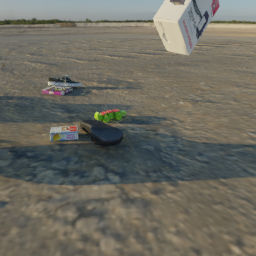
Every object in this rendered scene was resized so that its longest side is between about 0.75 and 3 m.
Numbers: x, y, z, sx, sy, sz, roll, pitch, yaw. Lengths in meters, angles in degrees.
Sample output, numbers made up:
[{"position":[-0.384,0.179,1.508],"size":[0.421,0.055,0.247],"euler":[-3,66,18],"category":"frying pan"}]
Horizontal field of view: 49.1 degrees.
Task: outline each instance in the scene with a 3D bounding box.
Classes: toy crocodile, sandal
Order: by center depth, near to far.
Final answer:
[{"position":[-0.741,0.178,7.760],"size":[0.843,0.475,2.217],"euler":[-1,12,-21],"category":"sandal"},{"position":[-0.571,-0.443,9.248],"size":[1.166,0.360,0.394],"euler":[-13,26,-29],"category":"toy crocodile"}]

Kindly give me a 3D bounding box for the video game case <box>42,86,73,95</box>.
[{"position":[-3.142,-1.680,12.492],"size":[1.010,0.181,0.915],"euler":[9,24,20],"category":"video game case"}]

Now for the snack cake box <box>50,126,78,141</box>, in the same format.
[{"position":[-1.803,0.147,7.950],"size":[0.760,0.255,0.437],"euler":[-4,21,-9],"category":"snack cake box"}]

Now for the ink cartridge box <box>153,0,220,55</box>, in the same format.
[{"position":[1.728,-3.317,8.014],"size":[0.831,1.970,1.426],"euler":[25,-12,34],"category":"ink cartridge box"}]

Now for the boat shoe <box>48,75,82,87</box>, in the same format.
[{"position":[-2.954,-2.222,13.156],"size":[1.543,0.527,0.570],"euler":[4,6,-1],"category":"boat shoe"}]

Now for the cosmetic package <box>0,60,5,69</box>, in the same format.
[{"position":[-3.735,-1.502,7.143],"size":[0.505,0.426,0.977],"euler":[40,77,14],"category":"cosmetic package"}]
